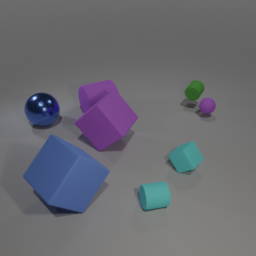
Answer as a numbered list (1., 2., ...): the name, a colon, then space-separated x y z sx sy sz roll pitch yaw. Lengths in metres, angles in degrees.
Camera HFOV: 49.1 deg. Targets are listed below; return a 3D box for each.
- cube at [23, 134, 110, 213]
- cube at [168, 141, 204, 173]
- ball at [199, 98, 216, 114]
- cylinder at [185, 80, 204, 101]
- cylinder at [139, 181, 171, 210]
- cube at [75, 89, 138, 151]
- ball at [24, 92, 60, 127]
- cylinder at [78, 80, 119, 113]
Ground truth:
1. cube: -1.662 1.251 7.665 1.400 1.400 1.400 30 85 38
2. cube: 1.894 0.949 9.150 0.700 0.700 0.700 -34 4 -42
3. ball: 3.445 -0.962 12.144 0.700 0.700 0.700 0 32 0
4. cylinder: 3.014 -1.700 12.665 0.700 0.700 0.700 17 43 25
5. cylinder: 0.741 1.890 7.844 0.700 0.700 0.700 -5 32 -13
6. cube: -0.758 -0.282 10.179 1.400 1.400 1.400 -32 12 37
7. ball: -3.517 -0.759 11.509 1.400 1.400 1.400 0 32 0
8. cylinder: -1.289 -1.314 12.366 1.400 1.400 1.400 -17 36 -25
